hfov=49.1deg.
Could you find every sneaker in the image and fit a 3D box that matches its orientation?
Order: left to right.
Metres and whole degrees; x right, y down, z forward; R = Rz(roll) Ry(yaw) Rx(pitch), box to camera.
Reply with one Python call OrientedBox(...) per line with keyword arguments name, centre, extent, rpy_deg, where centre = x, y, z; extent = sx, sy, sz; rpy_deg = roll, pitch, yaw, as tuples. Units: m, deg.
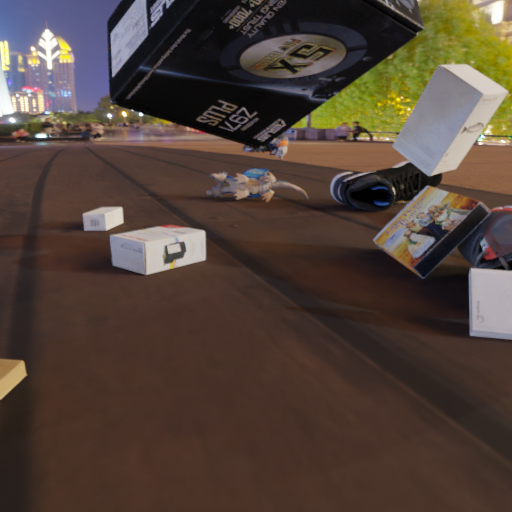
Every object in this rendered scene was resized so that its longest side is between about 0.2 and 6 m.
OrientedBox(name="sneaker", centre=(3.576, -1.676, 14.348), extent=(3.040, 1.111, 1.700), rpy_deg=(-10, 19, -5))
OrientedBox(name="sneaker", centre=(3.315, 0.004, 7.541), extent=(1.143, 1.076, 2.792), rpy_deg=(-9, 15, -10))

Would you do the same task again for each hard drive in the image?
OrientedBox(name="hard drive", centre=(3.004, 0.546, 6.119), extent=(1.256, 0.168, 0.828), rpy_deg=(4, 54, 15))

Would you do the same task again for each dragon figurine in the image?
OrientedBox(name="dragon figurine", centre=(-0.006, -2.025, 15.904), extent=(2.832, 0.833, 1.408), rpy_deg=(-3, 15, -6))

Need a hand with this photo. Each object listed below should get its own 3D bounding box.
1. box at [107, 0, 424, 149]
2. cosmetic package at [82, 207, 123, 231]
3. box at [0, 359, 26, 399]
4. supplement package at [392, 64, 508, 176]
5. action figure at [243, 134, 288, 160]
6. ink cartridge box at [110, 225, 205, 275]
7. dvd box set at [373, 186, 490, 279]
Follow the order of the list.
OrientedBox(name="box", centre=(-0.031, -2.284, 5.585), extent=(2.039, 1.072, 2.489), rpy_deg=(8, -24, -39))
OrientedBox(name="cosmetic package", centre=(-3.254, -0.796, 11.957), extent=(0.521, 0.375, 0.924), rpy_deg=(0, 15, 8))
OrientedBox(name="box", centre=(-2.939, 1.240, 4.213), extent=(1.583, 0.206, 1.936), rpy_deg=(2, 14, 4))
OrientedBox(name="supplement package", centre=(2.948, -2.088, 8.615), extent=(0.850, 1.455, 0.853), rpy_deg=(-17, 54, -40))
OrientedBox(name="action figure", centre=(0.183, -2.224, 10.183), extent=(1.088, 1.053, 0.569), rpy_deg=(-24, -12, -43))
OrientedBox(name="ink cartridge box", centre=(-1.571, -0.124, 8.989), extent=(0.909, 0.516, 1.247), rpy_deg=(12, 19, 40))
OrientedBox(name="dvd box set", centre=(2.726, -0.452, 9.002), extent=(0.279, 1.388, 1.897), rpy_deg=(43, 7, -14))
